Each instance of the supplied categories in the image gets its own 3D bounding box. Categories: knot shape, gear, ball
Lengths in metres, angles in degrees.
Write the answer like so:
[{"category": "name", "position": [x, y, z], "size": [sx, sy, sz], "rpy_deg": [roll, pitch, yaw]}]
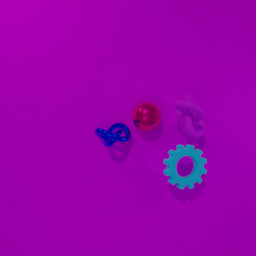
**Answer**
[{"category": "knot shape", "position": [-0.386, 0.179, 8.448], "size": [1.025, 1.095, 0.506], "rpy_deg": [-16, 109, -31]}, {"category": "gear", "position": [1.595, 1.076, 7.809], "size": [1.218, 0.225, 1.218], "rpy_deg": [0, 92, -14]}, {"category": "knot shape", "position": [1.773, -0.430, 8.116], "size": [0.641, 1.298, 1.387], "rpy_deg": [-26, 63, 4]}, {"category": "ball", "position": [0.564, -0.356, 8.568], "size": [0.921, 0.921, 0.921], "rpy_deg": [0, 79, 0]}]
